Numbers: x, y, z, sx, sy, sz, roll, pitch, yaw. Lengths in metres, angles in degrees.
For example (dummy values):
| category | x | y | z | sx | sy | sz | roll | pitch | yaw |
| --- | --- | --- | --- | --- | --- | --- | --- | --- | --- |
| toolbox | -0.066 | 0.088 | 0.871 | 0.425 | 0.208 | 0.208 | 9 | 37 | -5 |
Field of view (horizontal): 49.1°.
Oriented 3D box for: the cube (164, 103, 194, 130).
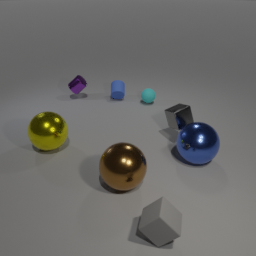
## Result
| category | x | y | z | sx | sy | sz | roll | pitch | yaw |
| --- | --- | --- | --- | --- | --- | --- | --- | --- | --- |
| cube | 1.863 | -0.417 | 10.200 | 0.700 | 0.700 | 0.700 | -24 | 20 | -17 |

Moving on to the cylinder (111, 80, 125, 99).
| category | x | y | z | sx | sy | sz | roll | pitch | yaw |
| --- | --- | --- | --- | --- | --- | --- | --- | --- | --- |
| cylinder | -0.513 | -1.931 | 14.129 | 0.700 | 0.700 | 0.700 | 0 | 61 | 0 |

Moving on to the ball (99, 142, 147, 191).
| category | x | y | z | sx | sy | sz | roll | pitch | yaw |
| --- | --- | --- | --- | --- | --- | --- | --- | --- | --- |
| ball | -0.145 | 1.111 | 8.153 | 1.400 | 1.400 | 1.400 | 0 | 28 | 0 |

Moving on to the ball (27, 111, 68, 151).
| category | x | y | z | sx | sy | sz | roll | pitch | yaw |
| --- | --- | --- | --- | --- | --- | --- | --- | --- | --- |
| ball | -2.839 | 0.106 | 9.968 | 1.400 | 1.400 | 1.400 | 0 | 28 | 0 |

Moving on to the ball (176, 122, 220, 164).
| category | x | y | z | sx | sy | sz | roll | pitch | yaw |
| --- | --- | --- | --- | --- | --- | --- | --- | --- | --- |
| ball | 2.307 | 0.496 | 9.261 | 1.400 | 1.400 | 1.400 | 0 | 28 | 0 |

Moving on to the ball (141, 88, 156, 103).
| category | x | y | z | sx | sy | sz | roll | pitch | yaw |
| --- | --- | --- | --- | --- | --- | --- | --- | --- | --- |
| ball | 1.003 | -1.591 | 13.749 | 0.700 | 0.700 | 0.700 | 0 | 28 | 0 |

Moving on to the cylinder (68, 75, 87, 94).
| category | x | y | z | sx | sy | sz | roll | pitch | yaw |
| --- | --- | --- | --- | --- | --- | --- | --- | --- | --- |
| cylinder | -2.527 | -2.179 | 14.090 | 0.700 | 0.700 | 0.700 | -37 | 20 | 21 |

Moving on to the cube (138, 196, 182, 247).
| category | x | y | z | sx | sy | sz | roll | pitch | yaw |
| --- | --- | --- | --- | --- | --- | --- | --- | --- | --- |
| cube | 0.769 | 2.190 | 6.562 | 0.700 | 0.700 | 0.700 | 45 | 28 | -11 |
